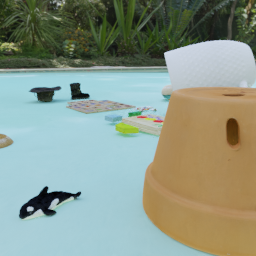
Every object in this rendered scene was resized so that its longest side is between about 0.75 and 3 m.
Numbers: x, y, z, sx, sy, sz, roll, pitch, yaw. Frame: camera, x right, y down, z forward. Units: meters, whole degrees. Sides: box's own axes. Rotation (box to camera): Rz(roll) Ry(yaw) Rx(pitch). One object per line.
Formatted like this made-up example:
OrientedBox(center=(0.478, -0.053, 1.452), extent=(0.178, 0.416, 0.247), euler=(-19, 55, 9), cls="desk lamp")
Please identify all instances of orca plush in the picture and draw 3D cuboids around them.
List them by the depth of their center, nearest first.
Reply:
OrientedBox(center=(-1.060, 0.954, 3.839), extent=(0.870, 0.309, 0.458), euler=(-7, 15, -28), cls="orca plush")

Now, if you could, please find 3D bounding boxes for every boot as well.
OrientedBox(center=(-2.507, -1.956, 14.707), extent=(1.155, 0.864, 0.435), euler=(-11, 18, -39), cls="boot")

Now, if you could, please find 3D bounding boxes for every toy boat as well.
OrientedBox(center=(2.773, -1.748, 14.030), extent=(2.159, 1.003, 1.815), euler=(-8, 9, 1), cls="toy boat")

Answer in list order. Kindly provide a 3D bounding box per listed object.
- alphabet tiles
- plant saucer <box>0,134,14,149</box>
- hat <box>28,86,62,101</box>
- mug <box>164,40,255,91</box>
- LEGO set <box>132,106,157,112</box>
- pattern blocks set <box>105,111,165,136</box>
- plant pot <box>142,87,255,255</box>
OrientedBox(center=(-1.455, -1.002, 12.412), extent=(2.389, 0.108, 2.858), euler=(-10, 17, -35), cls="alphabet tiles")
OrientedBox(center=(-3.341, 0.311, 6.775), extent=(1.053, 0.186, 1.053), euler=(0, 14, 0), cls="plant saucer")
OrientedBox(center=(-4.032, -1.631, 13.805), extent=(1.697, 0.685, 1.697), euler=(-3, 16, 1), cls="hat")
OrientedBox(center=(2.740, -1.493, 9.101), extent=(2.596, 2.186, 2.961), euler=(-13, 48, 11), cls="mug")
OrientedBox(center=(0.726, -0.834, 11.391), extent=(0.836, 0.275, 1.120), euler=(-8, 15, -16), cls="LEGO set")
OrientedBox(center=(0.786, -0.107, 8.313), extent=(2.618, 0.241, 2.978), euler=(-7, 17, -31), cls="pattern blocks set")
OrientedBox(center=(1.335, 0.316, 3.743), extent=(2.297, 1.608, 2.297), euler=(-1, 14, 0), cls="plant pot")
